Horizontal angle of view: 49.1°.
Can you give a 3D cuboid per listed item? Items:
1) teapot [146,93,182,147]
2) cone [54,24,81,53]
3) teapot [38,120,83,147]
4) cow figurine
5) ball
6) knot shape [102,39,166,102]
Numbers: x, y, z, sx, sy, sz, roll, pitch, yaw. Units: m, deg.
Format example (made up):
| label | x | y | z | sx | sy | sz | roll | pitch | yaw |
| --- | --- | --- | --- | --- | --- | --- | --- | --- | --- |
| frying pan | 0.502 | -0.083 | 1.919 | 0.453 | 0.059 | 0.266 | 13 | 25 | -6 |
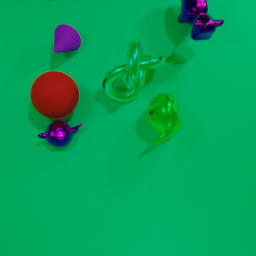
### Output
| label | x | y | z | sx | sy | sz | roll | pitch | yaw |
| --- | --- | --- | --- | --- | --- | --- | --- | --- | --- |
| teapot | 0.949 | -0.289 | 7.632 | 0.924 | 1.174 | 1.888 | -14 | 47 | 17 |
| cone | -1.899 | -2.349 | 7.952 | 0.865 | 0.865 | 0.868 | 20 | 48 | 3 |
| teapot | -1.863 | 0.105 | 7.771 | 1.247 | 0.611 | 0.776 | -13 | 70 | -22 |
| cow figurine | 1.953 | -3.270 | 7.761 | 0.896 | 1.606 | 1.632 | -9 | 108 | -10 |
| ball | -1.972 | -0.892 | 7.587 | 1.285 | 1.285 | 1.285 | 0 | 80 | 0 |
| knot shape | 0.156 | -1.587 | 7.505 | 1.928 | 1.805 | 0.891 | -44 | 82 | -6 |
